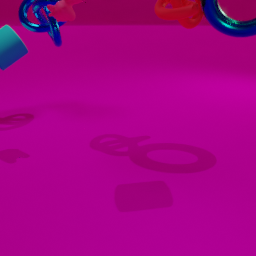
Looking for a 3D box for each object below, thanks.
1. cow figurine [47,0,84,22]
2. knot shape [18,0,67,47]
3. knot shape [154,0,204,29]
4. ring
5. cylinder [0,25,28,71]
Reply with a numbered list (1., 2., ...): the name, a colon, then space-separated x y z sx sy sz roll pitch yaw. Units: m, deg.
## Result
1. cow figurine: -1.126 -2.518 5.301 0.927 0.942 0.517 -23 -22 28
2. knot shape: -2.012 -2.824 7.061 1.331 1.423 0.657 -25 27 46
3. knot shape: 1.028 -2.548 5.734 1.342 0.620 1.256 34 46 -14
4. ring: 2.158 -2.463 5.208 1.625 1.625 0.325 11 47 25
5. cylinder: -3.123 -2.021 7.091 0.823 0.823 0.823 -42 36 -13
